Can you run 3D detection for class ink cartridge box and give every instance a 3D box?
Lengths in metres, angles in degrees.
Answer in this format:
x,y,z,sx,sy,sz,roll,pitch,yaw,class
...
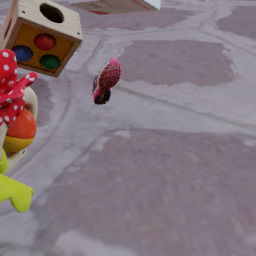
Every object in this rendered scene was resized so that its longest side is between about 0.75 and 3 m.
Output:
x,y,z,sx,sy,sz,roll,pitch,yaw,class
-0.356,-4.005,8.225,2.255,0.966,1.665,5,11,26,ink cartridge box

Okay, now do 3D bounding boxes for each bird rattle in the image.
x,y,z,sx,sy,sz,roll,pitch,yaw,class
-1.688,-0.013,3.711,1.138,2.020,1.647,9,12,-2,bird rattle

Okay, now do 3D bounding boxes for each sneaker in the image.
x,y,z,sx,sy,sz,roll,pitch,yaw,class
-0.552,-1.060,6.190,0.499,1.237,0.462,-2,54,-31,sneaker

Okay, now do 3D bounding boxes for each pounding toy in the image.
x,y,z,sx,sy,sz,roll,pitch,yaw,class
-1.592,-1.633,4.322,1.673,1.470,0.765,11,55,-36,pounding toy
